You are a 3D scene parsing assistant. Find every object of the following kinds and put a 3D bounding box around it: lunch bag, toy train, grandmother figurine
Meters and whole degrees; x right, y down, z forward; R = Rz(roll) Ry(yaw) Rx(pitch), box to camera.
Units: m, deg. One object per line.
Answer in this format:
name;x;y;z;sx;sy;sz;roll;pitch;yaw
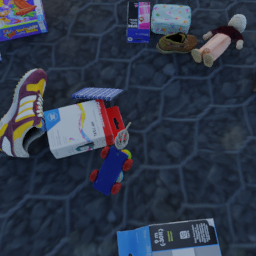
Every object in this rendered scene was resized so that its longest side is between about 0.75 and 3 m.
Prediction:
lunch bag;1.619;-4.053;10.434;1.483;0.572;1.190;6;63;3
toy train;-0.176;0.753;7.526;0.829;1.133;1.959;27;97;13
grandmother figurine;3.409;-3.183;9.936;1.484;0.741;2.448;36;70;22

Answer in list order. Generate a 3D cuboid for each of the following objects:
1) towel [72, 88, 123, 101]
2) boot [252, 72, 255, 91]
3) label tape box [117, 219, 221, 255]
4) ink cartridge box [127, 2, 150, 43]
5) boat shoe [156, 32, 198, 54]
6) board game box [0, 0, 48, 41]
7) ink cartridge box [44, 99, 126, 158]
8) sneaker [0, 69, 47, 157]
towel;-0.976;-1.074;8.855;1.366;0.163;0.989;5;24;19
boot;4.487;-1.628;9.455;0.392;0.382;1.038;26;66;0
label tape box;1.024;3.312;6.916;2.471;0.817;1.770;-5;66;-4
ink cartridge box;0.396;-4.003;10.571;0.851;0.333;1.797;2;68;1
boat shoe;1.826;-2.970;9.666;1.742;0.592;0.627;-20;72;-29
board game box;-4.208;-4.675;10.703;1.792;0.597;2.665;-15;66;-7
ink cartridge box;-1.248;-0.050;8.478;2.268;0.763;1.318;-15;66;-7
sneaker;-2.903;-0.454;8.539;1.275;1.061;2.831;18;75;13
